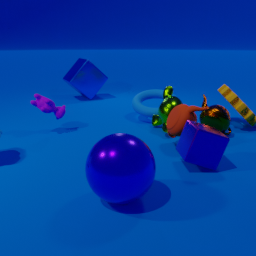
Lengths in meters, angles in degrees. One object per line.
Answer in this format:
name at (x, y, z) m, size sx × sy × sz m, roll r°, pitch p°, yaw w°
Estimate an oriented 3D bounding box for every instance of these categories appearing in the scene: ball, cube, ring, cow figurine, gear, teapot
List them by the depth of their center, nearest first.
ball at (-0.124, 0.676, 4.728) m, size 1.186 × 1.186 × 1.186 m, roll 0°, pitch 17°, yaw 0°
cube at (1.582, 0.351, 6.055) m, size 0.746 × 0.746 × 0.746 m, roll 17°, pitch 15°, yaw -10°
teapot at (1.431, -0.180, 7.081) m, size 0.665 × 1.358 × 0.845 m, roll 23°, pitch 44°, yaw -16°
teapot at (2.524, -0.336, 8.107) m, size 0.697 × 1.423 × 0.885 m, roll -49°, pitch 12°, yaw -33°
cow figurine at (-2.306, -0.620, 8.291) m, size 0.910 × 0.499 × 0.895 m, roll 29°, pitch 0°, yaw 18°
gear at (3.535, -0.730, 8.980) m, size 1.581 × 0.292 × 1.581 m, roll 41°, pitch 18°, yaw -17°
ring at (0.961, -0.879, 9.804) m, size 1.661 × 0.332 × 1.661 m, roll -2°, pitch 35°, yaw 2°
cube at (-2.030, -2.337, 13.254) m, size 1.340 × 1.340 × 1.340 m, roll 40°, pitch -5°, yaw -31°

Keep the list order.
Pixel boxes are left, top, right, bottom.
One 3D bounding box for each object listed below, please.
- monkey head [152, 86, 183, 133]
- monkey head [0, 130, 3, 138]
monkey head at (1.156, -0.427, 8.520) m, size 1.142 × 1.587 × 0.957 m, roll -7°, pitch -29°, yaw 24°
monkey head at (-3.460, 0.171, 6.181) m, size 0.966 × 1.153 × 1.602 m, roll -44°, pitch 23°, yaw -5°
